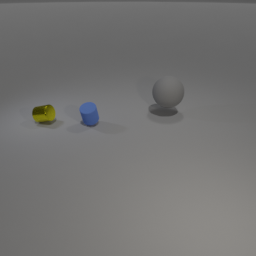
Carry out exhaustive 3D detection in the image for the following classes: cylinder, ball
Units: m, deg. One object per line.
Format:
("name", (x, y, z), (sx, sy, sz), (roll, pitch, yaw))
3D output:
("cylinder", (-1.599, -0.595, 11.613), (0.700, 0.700, 0.700), (-4, 48, 4))
("ball", (1.772, -1.581, 12.332), (1.400, 1.400, 1.400), (0, 28, 0))
("cylinder", (-3.565, -0.612, 11.884), (0.700, 0.700, 0.700), (-6, 24, 24))
